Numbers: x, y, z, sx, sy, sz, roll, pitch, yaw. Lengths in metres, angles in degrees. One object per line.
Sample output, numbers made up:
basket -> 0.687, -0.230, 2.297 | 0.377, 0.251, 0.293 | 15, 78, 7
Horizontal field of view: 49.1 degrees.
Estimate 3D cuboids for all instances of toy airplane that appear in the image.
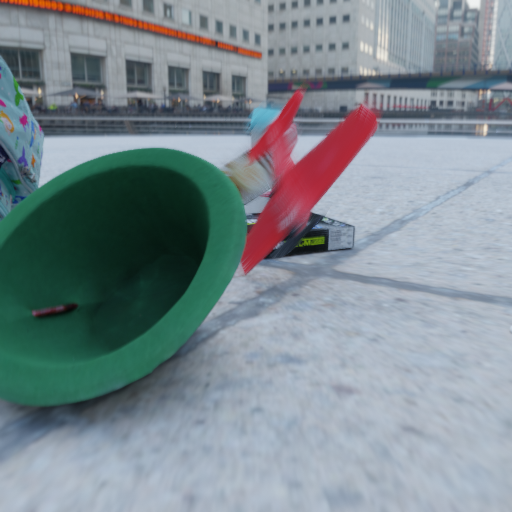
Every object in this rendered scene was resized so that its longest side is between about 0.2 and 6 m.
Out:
toy airplane -> 0.401, -1.051, 6.828 | 0.486, 2.641, 2.641 | 25, 5, -23

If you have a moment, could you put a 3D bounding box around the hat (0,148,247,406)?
hat -> -0.975, 0.627, 5.592 | 2.470, 2.625, 2.982 | 9, 54, 23

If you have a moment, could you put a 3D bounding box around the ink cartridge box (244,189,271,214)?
ink cartridge box -> 0.292, -1.120, 11.542 | 1.038, 0.604, 1.425 | 11, 19, 35

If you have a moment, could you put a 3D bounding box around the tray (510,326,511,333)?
tray -> 3.697, 0.710, 5.290 | 2.203, 0.244, 1.183 | 11, 19, 36

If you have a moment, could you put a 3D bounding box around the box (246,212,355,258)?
box -> 0.401, -0.402, 9.162 | 1.796, 0.427, 1.735 | -6, 18, -23

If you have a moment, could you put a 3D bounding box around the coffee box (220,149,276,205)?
coffee box -> -0.123, -1.365, 9.640 | 1.287, 0.736, 0.513 | -34, 0, -4

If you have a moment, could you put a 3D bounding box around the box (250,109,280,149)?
box -> 0.226, -2.157, 10.725 | 0.611, 0.365, 1.484 | 8, -26, 4

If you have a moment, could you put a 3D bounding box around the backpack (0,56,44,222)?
backpack -> -4.980, -1.580, 8.657 | 3.138, 2.661, 3.535 | -1, -10, -5
